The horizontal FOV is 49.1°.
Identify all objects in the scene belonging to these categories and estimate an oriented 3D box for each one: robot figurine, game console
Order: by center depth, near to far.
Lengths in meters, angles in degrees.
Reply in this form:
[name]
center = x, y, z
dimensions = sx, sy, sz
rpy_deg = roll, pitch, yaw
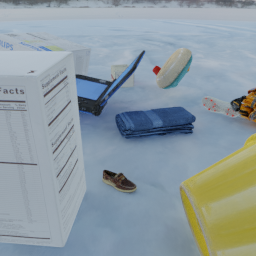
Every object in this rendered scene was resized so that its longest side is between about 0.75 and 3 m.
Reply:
[robot figurine]
center = 4.577, -0.785, 9.186
dimensions = 1.932, 0.776, 2.665
rpy_deg = 29, 34, 32
[game console]
center = -0.943, -1.765, 9.225
dimensions = 2.527, 1.751, 2.960
rpy_deg = 14, 26, 3

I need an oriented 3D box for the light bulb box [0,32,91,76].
[light bulb box]
center = -3.545, -2.735, 11.562
dimensions = 2.805, 1.766, 2.830
rpy_deg = 25, 29, 22

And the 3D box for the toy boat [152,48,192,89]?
[toy boat]
center = 1.786, -2.228, 11.197
dimensions = 1.039, 1.879, 2.235
rpy_deg = 38, -8, -14

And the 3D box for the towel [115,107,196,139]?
[towel]
center = 0.794, -0.167, 8.395
dimensions = 2.216, 0.538, 1.237
rpy_deg = -7, 26, -12

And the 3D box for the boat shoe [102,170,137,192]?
[boat shoe]
center = -0.197, 1.108, 6.011
dimensions = 0.852, 0.307, 0.307
rpy_deg = 18, 31, 32

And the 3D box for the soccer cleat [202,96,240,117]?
[soccer cleat]
center = 3.229, -0.743, 9.714
dimensions = 1.397, 0.484, 0.542
rpy_deg = 28, 32, 33

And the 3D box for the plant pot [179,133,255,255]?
[plant pot]
center = 1.913, 1.168, 4.158
dimensions = 1.972, 2.096, 2.096
rpy_deg = -18, 27, 0

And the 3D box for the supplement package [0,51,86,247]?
[supplement package]
center = -1.742, 0.299, 4.700
dimensions = 1.644, 2.891, 1.583
rpy_deg = 3, 26, 5

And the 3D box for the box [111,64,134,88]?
[box]
center = -0.262, -2.383, 12.728
dimensions = 0.858, 0.731, 1.342
rpy_deg = -5, 26, -10
